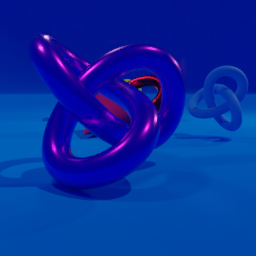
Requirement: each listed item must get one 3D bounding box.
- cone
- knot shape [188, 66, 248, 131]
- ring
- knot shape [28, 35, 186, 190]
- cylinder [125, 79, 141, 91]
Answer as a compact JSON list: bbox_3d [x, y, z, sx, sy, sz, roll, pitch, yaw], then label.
[{"bbox_3d":[-0.580,-0.203,6.225,1.348,1.348,1.353,5,32,31],"label":"cone"},{"bbox_3d":[1.966,-0.678,5.893,0.621,1.258,1.345,-2,29,-46],"label":"knot shape"},{"bbox_3d":[0.410,-1.051,9.536,2.080,0.416,2.080,-15,43,15],"label":"ring"},{"bbox_3d":[-0.266,-0.191,3.218,2.055,1.923,0.949,18,-37,-9],"label":"knot shape"},{"bbox_3d":[-0.046,-1.419,12.253,1.018,1.018,1.018,18,-30,11],"label":"cylinder"}]
